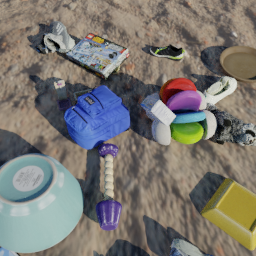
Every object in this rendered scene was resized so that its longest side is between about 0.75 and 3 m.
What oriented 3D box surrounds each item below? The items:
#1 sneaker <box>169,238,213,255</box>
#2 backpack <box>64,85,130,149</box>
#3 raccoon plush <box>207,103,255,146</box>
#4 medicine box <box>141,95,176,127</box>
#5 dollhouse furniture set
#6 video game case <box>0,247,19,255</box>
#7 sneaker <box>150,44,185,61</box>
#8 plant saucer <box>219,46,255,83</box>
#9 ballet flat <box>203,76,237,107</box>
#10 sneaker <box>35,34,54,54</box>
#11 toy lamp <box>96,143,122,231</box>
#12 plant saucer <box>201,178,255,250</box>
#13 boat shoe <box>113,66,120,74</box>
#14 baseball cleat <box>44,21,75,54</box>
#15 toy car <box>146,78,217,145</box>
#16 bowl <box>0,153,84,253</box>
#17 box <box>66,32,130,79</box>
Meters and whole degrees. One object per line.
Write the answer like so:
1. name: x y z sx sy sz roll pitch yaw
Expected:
1. sneaker: 2.003 3.808 7.464 2.023 0.780 0.862 19 61 25
2. backpack: -1.279 -0.441 10.431 2.141 1.797 1.740 -33 49 -21
3. raccoon plush: 4.118 -0.252 10.762 1.585 1.144 2.365 5 48 -6
4. medicine box: 1.016 -0.590 9.512 0.477 0.927 0.844 -50 28 -1
5. dollhouse furniture set: -2.277 -1.831 11.948 1.791 1.272 1.420 -14 50 -12
6. video game case: -3.315 4.239 7.333 1.794 0.198 1.633 30 55 24
7. sneaker: 1.998 -3.976 14.179 1.808 0.749 0.648 15 50 13
8. plant saucer: 5.654 -3.041 13.495 2.537 0.374 2.537 0 53 -1
9. ballet flat: 4.059 -1.763 12.212 2.444 0.849 0.849 -36 58 -27
10. sneaker: -4.497 -4.436 14.717 0.836 0.546 1.495 -19 53 -17
11. toy lamp: -0.644 1.822 9.061 0.837 0.837 2.876 -4 48 -3
12. plant saucer: 3.492 2.509 8.708 1.766 0.428 1.766 34 57 25
13. boat shoe: -0.610 -3.052 13.651 0.474 0.408 1.298 -11 53 7
14. baseball cleat: -3.778 -4.839 14.567 1.512 0.991 2.841 -4 42 -43
15. toy car: 2.001 -0.759 10.484 2.393 2.050 2.734 -6 50 -7
16. bowl: -2.891 1.925 8.344 2.992 1.565 2.992 0 46 0
17. box: -1.476 -3.554 13.611 2.617 0.522 1.792 32 71 29
